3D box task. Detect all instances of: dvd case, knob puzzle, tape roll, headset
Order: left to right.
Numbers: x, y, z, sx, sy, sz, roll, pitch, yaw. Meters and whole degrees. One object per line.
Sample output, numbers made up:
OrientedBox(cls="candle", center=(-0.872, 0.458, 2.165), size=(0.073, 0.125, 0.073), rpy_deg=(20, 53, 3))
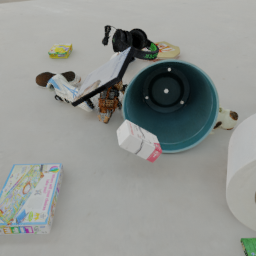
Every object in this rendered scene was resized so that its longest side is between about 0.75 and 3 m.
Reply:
OrientedBox(cls="dvd case", center=(-0.816, -1.630, 8.999), size=(2.262, 0.198, 1.613), rpy_deg=(-22, 35, 39))
OrientedBox(cls="headset", center=(-0.031, -3.373, 11.392), size=(2.760, 1.297, 1.704), rpy_deg=(41, 39, 26))
OrientedBox(cls="knob puzzle", center=(1.815, -4.307, 16.109), size=(2.896, 0.402, 2.896), rpy_deg=(0, 34, 0))
OrientedBox(cls="tape roll", center=(3.602, 1.023, 6.392), size=(2.574, 2.574, 1.767), rpy_deg=(10, 36, 14))

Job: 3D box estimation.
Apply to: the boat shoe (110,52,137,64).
OrientedBox(cls="boat shoe", center=(0.009, -3.815, 14.972), size=(0.942, 0.990, 2.751), rpy_deg=(26, 39, 14))

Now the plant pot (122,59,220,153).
OrientedBox(cls="plant pot", center=(1.349, -0.983, 9.440), size=(2.831, 2.831, 2.660), rpy_deg=(3, 19, 4))

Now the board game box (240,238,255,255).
OrientedBox(cls="board game box", center=(2.900, 2.891, 5.794), size=(0.696, 0.156, 1.329), rpy_deg=(-2, 34, 1))

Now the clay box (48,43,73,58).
OrientedBox(cls="clay box", center=(-3.924, -4.469, 16.310), size=(1.057, 0.438, 1.840), rpy_deg=(1, 34, 1))

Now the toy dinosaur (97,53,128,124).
OrientedBox(cls="toy dinosaur", center=(-0.505, -1.458, 10.583), size=(1.372, 1.823, 2.685), rpy_deg=(29, 84, 16))

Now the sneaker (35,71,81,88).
OrientedBox(cls="sneaker", center=(-3.174, -2.156, 12.892), size=(2.140, 0.779, 0.906), rpy_deg=(1, -3, 16))

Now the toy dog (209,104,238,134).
OrientedBox(cls="toy dog", center=(3.180, -0.353, 9.879), size=(1.348, 0.941, 1.307), rpy_deg=(0, 36, -4))

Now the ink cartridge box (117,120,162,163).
OrientedBox(cls="ink cartridge box", center=(0.225, 0.268, 5.706), size=(0.830, 0.344, 0.608), rpy_deg=(29, 24, -24))

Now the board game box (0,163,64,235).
OrientedBox(cls="board game box", center=(-2.556, 1.750, 7.269), size=(1.416, 0.360, 2.106), rpy_deg=(-1, 34, -1))

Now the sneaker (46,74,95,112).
OrientedBox(cls="sneaker", center=(-2.353, -1.302, 11.449), size=(2.652, 0.953, 0.961), rpy_deg=(37, 85, 32))
